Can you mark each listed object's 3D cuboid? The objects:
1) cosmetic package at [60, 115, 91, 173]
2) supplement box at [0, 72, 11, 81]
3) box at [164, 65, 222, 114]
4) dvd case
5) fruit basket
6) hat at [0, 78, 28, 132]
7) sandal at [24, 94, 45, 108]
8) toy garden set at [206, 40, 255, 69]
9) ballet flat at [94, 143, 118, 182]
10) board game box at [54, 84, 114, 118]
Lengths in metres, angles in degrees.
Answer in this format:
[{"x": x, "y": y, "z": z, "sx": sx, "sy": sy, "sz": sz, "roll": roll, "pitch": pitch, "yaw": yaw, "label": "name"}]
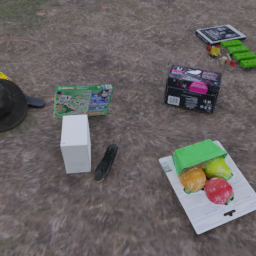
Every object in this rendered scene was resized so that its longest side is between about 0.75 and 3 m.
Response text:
[{"x": -1.679, "y": 0.520, "z": 9.230, "sx": 0.846, "sy": 1.376, "sz": 1.371, "roll": -5, "pitch": 45, "yaw": -4, "label": "cosmetic package"}, {"x": -5.676, "y": -1.875, "z": 12.061, "sx": 1.483, "sy": 0.812, "sz": 0.807, "roll": 31, "pitch": 52, "yaw": 27, "label": "supplement box"}, {"x": 2.627, "y": -1.593, "z": 11.396, "sx": 2.039, "sy": 1.348, "sz": 1.170, "roll": 14, "pitch": 42, "yaw": 14, "label": "box"}, {"x": 5.231, "y": -5.265, "z": 15.891, "sx": 2.262, "sy": 0.280, "sz": 1.700, "roll": -14, "pitch": 46, "yaw": -14, "label": "dvd case"}, {"x": 2.434, "y": 1.665, "z": 8.506, "sx": 2.283, "sy": 1.156, "sz": 2.465, "roll": -17, "pitch": 63, "yaw": -16, "label": "fruit basket"}, {"x": -5.022, "y": -1.081, "z": 10.592, "sx": 2.397, "sy": 0.967, "sz": 2.397, "roll": 5, "pitch": 66, "yaw": -12, "label": "hat"}, {"x": -4.200, "y": -1.090, "z": 11.687, "sx": 1.473, "sy": 0.315, "sz": 0.560, "roll": 17, "pitch": 53, "yaw": 4, "label": "sandal"}, {"x": 5.239, "y": -3.588, "z": 14.092, "sx": 1.970, "sy": 0.472, "sz": 2.363, "roll": -9, "pitch": 46, "yaw": -11, "label": "toy garden set"}, {"x": -0.674, "y": 1.148, "z": 9.166, "sx": 0.462, "sy": 0.395, "sz": 1.390, "roll": 23, "pitch": 71, "yaw": 15, "label": "ballet flat"}, {"x": -1.678, "y": -0.988, "z": 10.459, "sx": 2.071, "sy": 1.394, "sz": 0.302, "roll": -5, "pitch": 53, "yaw": -23, "label": "board game box"}]
